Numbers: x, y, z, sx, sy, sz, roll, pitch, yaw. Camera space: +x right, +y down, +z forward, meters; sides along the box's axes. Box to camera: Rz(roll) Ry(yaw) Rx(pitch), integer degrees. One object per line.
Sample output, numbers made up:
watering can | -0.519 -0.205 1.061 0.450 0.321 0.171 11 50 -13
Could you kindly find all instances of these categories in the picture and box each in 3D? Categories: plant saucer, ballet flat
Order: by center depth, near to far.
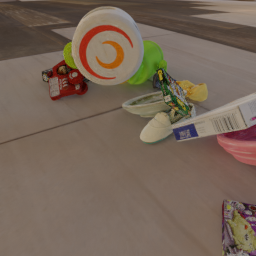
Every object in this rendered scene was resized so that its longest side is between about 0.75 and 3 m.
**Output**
plant saucer | 3.846 0.269 7.188 2.935 0.744 2.935 -13 10 2
ballet flat | 1.283 -0.259 8.850 2.313 0.803 0.803 -23 38 -32
plant saucer | 0.925 -0.794 9.562 2.224 0.558 2.224 -12 14 3

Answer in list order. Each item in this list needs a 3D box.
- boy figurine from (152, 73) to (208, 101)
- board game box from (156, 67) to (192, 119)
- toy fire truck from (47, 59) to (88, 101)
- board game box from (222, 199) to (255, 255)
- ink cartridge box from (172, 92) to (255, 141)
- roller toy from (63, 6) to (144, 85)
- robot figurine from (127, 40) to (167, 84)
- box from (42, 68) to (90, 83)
boy figurine | 2.046 -1.621 11.132 1.453 0.753 2.337 -23 35 -37
board game box | 1.297 -0.894 7.691 0.217 0.970 1.852 -18 -17 23
toy fire truck | -2.480 -2.023 11.185 1.496 0.999 1.781 -14 64 -1
board game box | 2.362 2.137 5.399 1.030 0.277 1.716 12 33 11
ink cartridge box | 3.081 -0.478 7.576 2.892 0.626 2.839 -20 -2 -22
roller toy | -0.687 -2.963 10.102 2.700 2.463 1.887 25 28 -18
robot figurine | 0.588 -2.946 12.451 2.371 1.563 2.702 29 41 14
box | -2.555 -2.483 12.796 1.703 0.471 2.126 22 37 31
